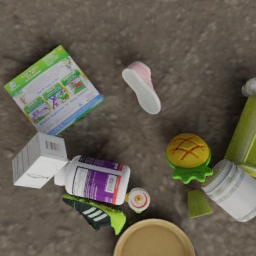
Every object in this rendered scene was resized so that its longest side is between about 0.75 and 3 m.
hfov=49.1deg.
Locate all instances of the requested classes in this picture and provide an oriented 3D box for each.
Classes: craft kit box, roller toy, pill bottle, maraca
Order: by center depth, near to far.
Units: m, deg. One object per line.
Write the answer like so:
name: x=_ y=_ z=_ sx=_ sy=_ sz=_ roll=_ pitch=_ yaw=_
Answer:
maraca: x=2.148 y=1.051 z=9.918 sx=1.596 sy=2.328 sz=1.245 roll=-10 pitch=125 yaw=8
pill bottle: x=-1.253 y=1.806 z=10.034 sx=2.506 sy=1.409 sz=1.409 roll=12 pitch=83 yaw=3
roller toy: x=0.388 y=2.614 z=10.342 sx=0.807 sy=0.618 sz=0.885 roll=-41 pitch=84 yaw=-5
craft kit box: x=-2.855 y=-1.338 z=10.881 sx=2.760 sy=0.670 sz=2.726 roll=-37 pitch=87 yaw=-5

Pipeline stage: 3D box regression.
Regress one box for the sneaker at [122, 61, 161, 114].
sneaker: x=0.708 y=-1.629 z=10.803 sx=2.131 sy=0.802 sz=1.114 roll=53 pitch=42 yaw=-17

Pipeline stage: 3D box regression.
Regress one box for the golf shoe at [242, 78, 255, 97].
golf shoe: x=5.591 y=-0.965 z=10.484 sx=2.630 sy=1.278 sz=1.030 roll=34 pitch=81 yaw=2

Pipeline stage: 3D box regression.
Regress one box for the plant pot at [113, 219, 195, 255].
plant pot: x=0.938 y=4.783 z=10.167 sx=2.953 sy=0.406 sz=2.953 roll=0 pitch=83 yaw=-1

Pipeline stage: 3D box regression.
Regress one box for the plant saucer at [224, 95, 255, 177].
plant saucer: x=5.352 y=0.607 z=10.105 sx=2.920 sy=0.700 sz=2.925 roll=18 pitch=102 yaw=2

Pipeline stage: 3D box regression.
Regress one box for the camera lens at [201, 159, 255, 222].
camera lens: x=3.777 y=2.218 z=9.936 sx=1.884 sy=1.507 sz=1.507 roll=40 pitch=84 yaw=5

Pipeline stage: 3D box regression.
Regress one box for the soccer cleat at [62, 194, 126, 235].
soccer cleat: x=-1.305 y=3.132 z=10.193 sx=2.455 sy=0.829 sz=0.995 roll=20 pitch=84 yaw=0

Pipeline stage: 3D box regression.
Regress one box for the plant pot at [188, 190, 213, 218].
plant pot: x=2.546 y=2.761 z=10.296 sx=0.846 sy=0.846 sz=0.904 roll=-13 pitch=68 yaw=-2

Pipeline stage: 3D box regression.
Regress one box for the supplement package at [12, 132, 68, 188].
supplement package: x=-2.986 y=1.118 z=9.410 sx=1.742 sy=1.018 sz=1.022 roll=-42 pitch=49 yaw=28
